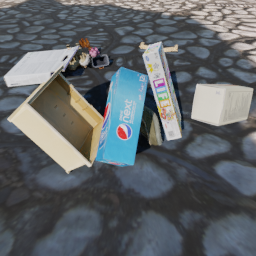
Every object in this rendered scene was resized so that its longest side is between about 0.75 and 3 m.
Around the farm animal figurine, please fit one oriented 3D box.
[{"bbox_3d":[-1.995,-3.057,12.203,1.477,0.920,1.829,-25,40,-5],"label":"farm animal figurine"}]

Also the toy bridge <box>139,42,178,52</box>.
[{"bbox_3d":[1.504,-3.990,13.953,1.934,0.263,0.650,7,36,9],"label":"toy bridge"}]

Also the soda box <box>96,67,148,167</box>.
[{"bbox_3d":[-0.127,-0.220,5.967,0.670,0.634,1.976,15,75,-19],"label":"soda box"}]

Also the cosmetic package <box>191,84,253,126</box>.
[{"bbox_3d":[2.270,-0.597,6.655,0.716,0.848,1.641,19,17,39],"label":"cosmetic package"}]

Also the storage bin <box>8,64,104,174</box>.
[{"bbox_3d":[-1.495,-0.265,6.949,0.923,1.969,1.955,-27,26,37],"label":"storage bin"}]

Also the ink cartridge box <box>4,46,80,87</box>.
[{"bbox_3d":[-3.336,-2.530,11.381,2.472,0.502,2.467,-4,36,11],"label":"ink cartridge box"}]

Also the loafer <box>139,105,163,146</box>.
[{"bbox_3d":[0.284,-0.207,8.278,0.846,0.913,2.429,-22,35,-8],"label":"loafer"}]

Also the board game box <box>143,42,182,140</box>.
[{"bbox_3d":[0.843,-0.893,6.507,0.340,1.986,1.335,-13,22,15],"label":"board game box"}]

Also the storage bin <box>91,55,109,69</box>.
[{"bbox_3d":[-1.265,-2.858,12.232,0.750,0.546,0.504,-17,11,-21],"label":"storage bin"}]
